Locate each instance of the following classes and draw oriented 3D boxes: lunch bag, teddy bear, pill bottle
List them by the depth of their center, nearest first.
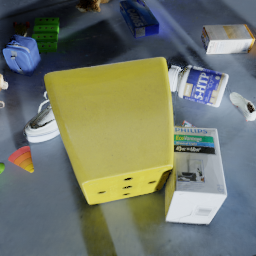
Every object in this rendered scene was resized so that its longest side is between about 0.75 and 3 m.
[{"bbox_3d":[2.233,-1.444,9.260,1.850,1.107,1.107,17,52,15],"label":"pill bottle"},{"bbox_3d":[-3.780,-2.553,9.984,0.943,1.388,0.918,10,59,4],"label":"lunch bag"},{"bbox_3d":[-1.774,-6.277,13.468,1.643,0.756,2.266,16,53,14],"label":"teddy bear"}]

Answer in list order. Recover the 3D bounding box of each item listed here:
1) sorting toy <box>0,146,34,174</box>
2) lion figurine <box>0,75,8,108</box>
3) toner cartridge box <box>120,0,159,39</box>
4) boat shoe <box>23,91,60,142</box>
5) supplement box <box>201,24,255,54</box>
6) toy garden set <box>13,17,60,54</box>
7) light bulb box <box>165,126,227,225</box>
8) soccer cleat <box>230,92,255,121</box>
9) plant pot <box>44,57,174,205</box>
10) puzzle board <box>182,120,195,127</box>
[{"bbox_3d":[-3.316,1.295,7.449,1.980,0.687,0.682,-36,83,-28],"label":"sorting toy"},{"bbox_3d":[-4.547,-0.612,8.517,1.482,0.877,2.419,31,82,42],"label":"lion figurine"},{"bbox_3d":[0.469,-4.961,12.519,1.137,0.517,2.393,-14,52,-10],"label":"toner cartridge box"},{"bbox_3d":[-2.009,-0.692,8.578,2.799,1.193,1.034,-33,58,-24],"label":"boat shoe"},{"bbox_3d":[3.973,-3.590,11.315,1.789,0.658,1.127,-2,50,-2],"label":"supplement box"},{"bbox_3d":[-3.854,-3.762,11.630,1.918,0.459,2.301,-3,51,-5],"label":"toy garden set"},{"bbox_3d":[1.490,1.149,6.712,1.088,1.728,1.743,4,52,2],"label":"light bulb box"},{"bbox_3d":[3.777,-0.789,9.114,0.445,0.498,1.284,-14,51,-11],"label":"soccer cleat"},{"bbox_3d":[-0.267,0.306,6.938,2.828,2.828,2.495,-10,63,-8],"label":"plant pot"},{"bbox_3d":[1.814,0.361,8.176,0.813,0.094,1.078,32,58,0],"label":"puzzle board"}]
